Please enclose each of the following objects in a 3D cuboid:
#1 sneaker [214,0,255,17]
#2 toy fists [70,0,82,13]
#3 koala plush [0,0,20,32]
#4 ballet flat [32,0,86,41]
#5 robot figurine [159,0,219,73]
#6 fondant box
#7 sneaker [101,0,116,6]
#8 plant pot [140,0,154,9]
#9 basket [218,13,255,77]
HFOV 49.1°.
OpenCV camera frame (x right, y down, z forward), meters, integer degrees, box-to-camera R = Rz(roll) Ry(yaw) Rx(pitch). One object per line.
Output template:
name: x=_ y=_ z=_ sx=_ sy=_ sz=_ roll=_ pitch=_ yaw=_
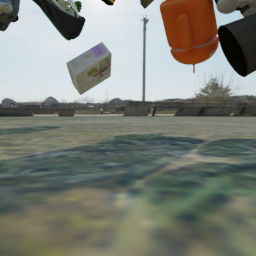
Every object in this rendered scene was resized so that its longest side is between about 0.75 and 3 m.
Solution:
sneaker: x=2.815 y=-3.375 z=7.203 sx=1.564 sy=0.890 sz=0.590 roll=-6 pitch=-29 yaw=-24
toy fists: x=-1.661 y=-4.070 z=8.929 sx=0.386 sy=0.758 sz=0.261 roll=-18 pitch=35 yaw=-22
koala plush: x=-2.469 y=-2.186 z=5.044 sx=1.295 sy=1.148 sz=1.190 roll=-14 pitch=-39 yaw=29
ballet flat: x=-2.159 y=-3.527 z=7.282 sx=2.692 sy=0.984 sz=0.984 roll=43 pitch=-14 yaw=-20
robot figurine: x=1.765 y=-2.905 z=7.925 sx=1.463 sy=2.509 sz=1.805 roll=-23 pitch=26 yaw=-7
fondant box: x=-1.460 y=-2.248 z=10.946 sx=1.578 sy=0.637 sz=2.187 roll=-34 pitch=-6 yaw=-11
sneaker: x=-0.524 y=-2.741 z=5.409 sx=0.797 sy=0.359 sz=0.279 roll=29 pitch=-8 yaw=-40
plant pot: x=0.444 y=-3.267 z=6.186 sx=0.790 sy=0.910 sz=0.910 roll=45 pitch=-13 yaw=-17
basket: x=3.391 y=-2.256 z=6.780 sx=1.862 sy=1.266 sz=1.679 roll=-23 pitch=38 yaw=7
